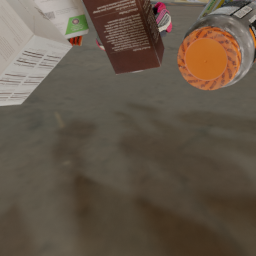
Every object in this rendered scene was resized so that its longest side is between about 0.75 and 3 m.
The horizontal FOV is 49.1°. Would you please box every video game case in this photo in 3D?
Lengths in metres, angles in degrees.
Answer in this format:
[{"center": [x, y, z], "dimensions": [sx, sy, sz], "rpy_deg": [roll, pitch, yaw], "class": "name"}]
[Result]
[{"center": [2.828, -3.173, 6.505], "dimensions": [0.242, 2.195, 1.999], "rpy_deg": [18, 26, -34], "class": "video game case"}]

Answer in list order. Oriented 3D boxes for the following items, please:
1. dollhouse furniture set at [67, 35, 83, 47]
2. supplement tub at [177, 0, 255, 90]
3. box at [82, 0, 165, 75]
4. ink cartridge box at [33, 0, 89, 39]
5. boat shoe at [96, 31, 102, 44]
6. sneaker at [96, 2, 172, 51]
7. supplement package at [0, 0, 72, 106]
[{"center": [-2.370, -3.620, 10.723], "dimensions": [0.795, 1.543, 1.526], "rpy_deg": [10, 2, 9], "class": "dollhouse furniture set"}, {"center": [1.822, -1.574, 5.274], "dimensions": [1.296, 1.296, 2.116], "rpy_deg": [18, 39, 29], "class": "supplement tub"}, {"center": [-0.079, -2.549, 6.495], "dimensions": [1.244, 2.484, 0.931], "rpy_deg": [-5, 43, 23], "class": "box"}, {"center": [-1.923, -3.376, 7.620], "dimensions": [1.296, 1.775, 0.748], "rpy_deg": [-15, 11, -6], "class": "ink cartridge box"}, {"center": [-0.278, -4.197, 9.870], "dimensions": [1.040, 2.822, 0.905], "rpy_deg": [21, 3, 1], "class": "boat shoe"}, {"center": [0.142, -3.779, 10.495], "dimensions": [2.906, 1.085, 1.171], "rpy_deg": [-20, 50, 5], "class": "sneaker"}, {"center": [-3.018, -2.002, 6.624], "dimensions": [2.124, 2.222, 1.634], "rpy_deg": [51, 18, 6], "class": "supplement package"}]
